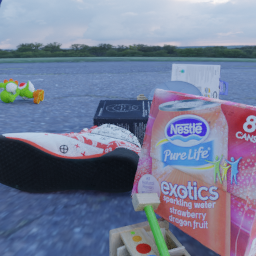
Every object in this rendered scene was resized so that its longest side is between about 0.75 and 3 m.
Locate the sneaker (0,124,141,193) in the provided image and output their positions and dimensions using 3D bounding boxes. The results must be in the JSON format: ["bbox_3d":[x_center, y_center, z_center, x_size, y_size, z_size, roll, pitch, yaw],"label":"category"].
[{"bbox_3d":[-1.111,0.467,5.239,2.826,0.944,1.514,5,16,3],"label":"sneaker"}]

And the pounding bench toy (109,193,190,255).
[{"bbox_3d":[0.256,1.217,2.579,0.645,1.039,0.810,-5,17,-20],"label":"pounding bench toy"}]

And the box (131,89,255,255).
[{"bbox_3d":[1.616,0.440,3.547,2.815,1.333,1.445,5,11,-41],"label":"box"}]

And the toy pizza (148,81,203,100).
[{"bbox_3d":[1.679,-1.001,9.927,1.919,0.304,1.919,-4,47,4],"label":"toy pizza"}]

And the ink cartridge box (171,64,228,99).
[{"bbox_3d":[2.734,-1.607,10.763,2.169,1.480,0.828,4,-11,13],"label":"ink cartridge box"}]

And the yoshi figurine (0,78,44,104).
[{"bbox_3d":[-4.510,-1.342,11.632,1.813,1.019,1.015,13,58,-3],"label":"yoshi figurine"}]

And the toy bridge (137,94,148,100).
[{"bbox_3d":[0.585,-1.307,12.250,0.385,0.156,1.145,-3,17,-6],"label":"toy bridge"}]

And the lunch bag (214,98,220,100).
[{"bbox_3d":[1.671,-0.263,7.164,1.379,1.156,0.961,16,23,41],"label":"lunch bag"}]

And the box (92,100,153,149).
[{"bbox_3d":[0.058,-0.087,6.827,1.663,0.891,1.235,1,25,2],"label":"box"}]

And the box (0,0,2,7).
[{"bbox_3d":[-4.461,-2.901,7.576,1.452,2.398,0.388,24,13,-11],"label":"box"}]
